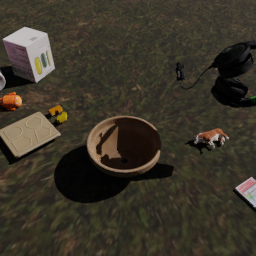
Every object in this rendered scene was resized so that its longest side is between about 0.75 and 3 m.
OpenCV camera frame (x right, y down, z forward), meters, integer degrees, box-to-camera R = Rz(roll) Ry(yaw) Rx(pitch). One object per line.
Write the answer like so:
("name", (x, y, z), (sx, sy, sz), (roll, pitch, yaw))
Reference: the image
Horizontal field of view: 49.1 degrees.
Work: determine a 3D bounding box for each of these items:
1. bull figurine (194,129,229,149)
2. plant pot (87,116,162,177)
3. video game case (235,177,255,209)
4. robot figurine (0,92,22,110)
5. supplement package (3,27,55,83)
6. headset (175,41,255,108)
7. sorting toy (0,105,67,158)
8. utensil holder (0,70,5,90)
("bull figurine", (2.664, 0.335, 9.009), (1.097, 0.357, 0.666), (-21, 51, -18))
("plant pot", (-0.107, 0.702, 8.200), (2.122, 0.979, 2.122), (0, 44, 0))
("video game case", (3.546, 1.856, 7.684), (0.698, 0.085, 0.976), (-25, 51, -23))
("robot figurine", (-4.251, -0.972, 10.232), (0.787, 0.459, 0.566), (-2, 44, -2))
("supplement package", (-3.967, -2.974, 11.385), (1.226, 1.627, 1.235), (21, 49, 20))
("headset", (2.617, -1.418, 7.280), (2.691, 1.662, 1.264), (-1, 32, 6))
("sorting toy", (-2.985, 0.052, 9.370), (2.242, 0.300, 1.670), (-31, 48, -27))
("utensil holder", (-5.419, -2.049, 10.978), (0.961, 0.961, 1.131), (-23, 53, -22))
